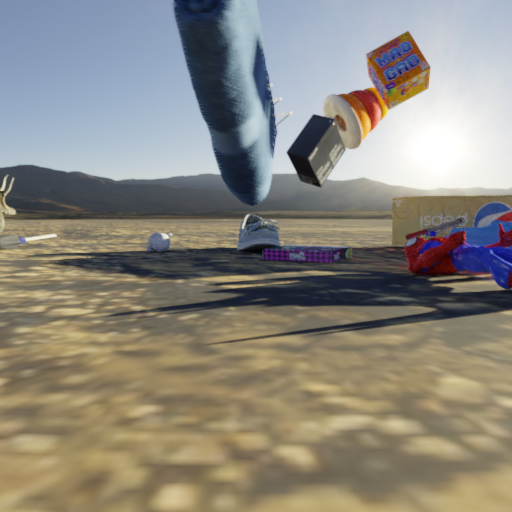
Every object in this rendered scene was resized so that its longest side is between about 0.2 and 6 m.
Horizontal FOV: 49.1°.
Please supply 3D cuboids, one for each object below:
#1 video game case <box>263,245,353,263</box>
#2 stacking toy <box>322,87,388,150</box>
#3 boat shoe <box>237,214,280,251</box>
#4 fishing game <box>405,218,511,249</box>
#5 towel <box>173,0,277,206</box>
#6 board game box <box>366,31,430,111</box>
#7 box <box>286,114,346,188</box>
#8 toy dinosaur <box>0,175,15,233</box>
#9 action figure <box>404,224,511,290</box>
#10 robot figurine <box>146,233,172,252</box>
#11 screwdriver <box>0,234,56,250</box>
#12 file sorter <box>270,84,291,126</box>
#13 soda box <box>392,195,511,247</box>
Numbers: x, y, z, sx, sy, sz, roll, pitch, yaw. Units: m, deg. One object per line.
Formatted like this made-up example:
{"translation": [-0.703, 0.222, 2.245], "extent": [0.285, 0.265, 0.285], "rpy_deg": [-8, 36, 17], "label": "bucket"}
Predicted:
{"translation": [0.919, -0.043, 9.787], "extent": [1.256, 0.225, 1.138], "rpy_deg": [2, 5, 27], "label": "video game case"}
{"translation": [2.567, -3.395, 12.799], "extent": [1.841, 1.345, 1.345], "rpy_deg": [-32, 13, -13], "label": "stacking toy"}
{"translation": [0.013, -0.496, 11.972], "extent": [0.877, 0.763, 2.379], "rpy_deg": [0, 5, -5], "label": "boat shoe"}
{"translation": [4.281, -0.211, 9.401], "extent": [2.275, 0.494, 3.177], "rpy_deg": [-17, 18, -32], "label": "fishing game"}
{"translation": [-0.451, -3.086, 10.172], "extent": [1.076, 2.476, 4.435], "rpy_deg": [0, -33, 10], "label": "towel"}
{"translation": [3.001, -3.895, 11.853], "extent": [0.974, 0.975, 0.975], "rpy_deg": [-27, -16, 9], "label": "board game box"}
{"translation": [1.011, -1.743, 9.311], "extent": [0.453, 0.869, 0.791], "rpy_deg": [24, -18, 34], "label": "box"}
{"translation": [-5.840, -0.585, 11.898], "extent": [1.257, 0.946, 2.458], "rpy_deg": [-26, -14, -43], "label": "toy dinosaur"}
{"translation": [2.706, -0.001, 6.817], "extent": [0.964, 0.762, 2.948], "rpy_deg": [-4, 3, -19], "label": "action figure"}
{"translation": [-2.011, -0.277, 11.596], "extent": [0.591, 0.394, 0.697], "rpy_deg": [-41, 18, -16], "label": "robot figurine"}
{"translation": [-5.273, -0.409, 13.022], "extent": [0.374, 0.358, 2.568], "rpy_deg": [-30, 1, 16], "label": "screwdriver"}
{"translation": [-0.163, -3.666, 13.118], "extent": [1.046, 1.681, 1.166], "rpy_deg": [-43, 20, -13], "label": "file sorter"}
{"translation": [4.726, -0.716, 12.084], "extent": [3.482, 1.179, 1.115], "rpy_deg": [4, 6, 41], "label": "soda box"}
